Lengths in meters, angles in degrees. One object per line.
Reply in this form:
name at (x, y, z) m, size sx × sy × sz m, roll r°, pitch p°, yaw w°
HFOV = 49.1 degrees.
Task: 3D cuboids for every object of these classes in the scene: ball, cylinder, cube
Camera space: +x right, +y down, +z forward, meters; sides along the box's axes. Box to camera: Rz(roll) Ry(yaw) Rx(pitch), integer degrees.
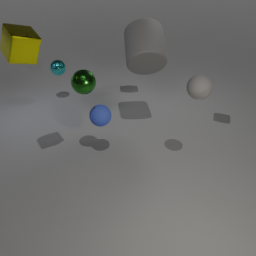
ball at (1.971, -1.126, 7.705) m, size 0.700 × 0.700 × 0.700 m, roll 0°, pitch 31°, yaw 0°
cylinder at (0.596, -2.812, 9.785) m, size 1.400 × 1.400 × 1.400 m, roll -3°, pitch 69°, yaw -4°
cube at (-2.615, -2.031, 6.799) m, size 0.700 × 0.700 × 0.700 m, roll -9°, pitch 45°, yaw -40°
ball at (-0.874, -0.395, 8.877) m, size 0.700 × 0.700 × 0.700 m, roll 0°, pitch 31°, yaw 0°
ball at (-3.186, -2.746, 12.752) m, size 0.700 × 0.700 × 0.700 m, roll 0°, pitch 31°, yaw 0°
ball at (-1.251, -1.291, 7.881) m, size 0.700 × 0.700 × 0.700 m, roll 0°, pitch 31°, yaw 0°
